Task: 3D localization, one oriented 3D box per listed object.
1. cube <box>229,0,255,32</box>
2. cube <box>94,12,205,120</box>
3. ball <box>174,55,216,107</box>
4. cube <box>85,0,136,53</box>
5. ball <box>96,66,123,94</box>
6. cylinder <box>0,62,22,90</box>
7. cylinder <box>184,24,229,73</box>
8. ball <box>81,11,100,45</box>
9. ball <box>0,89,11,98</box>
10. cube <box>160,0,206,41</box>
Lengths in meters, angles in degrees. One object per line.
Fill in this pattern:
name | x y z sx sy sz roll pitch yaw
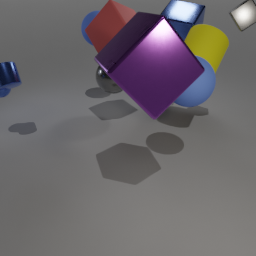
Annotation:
cube | 3.654 -3.531 8.740 0.700 0.700 0.700 -31 11 25
cube | 0.378 -1.303 5.704 1.400 1.400 1.400 -45 29 6
ball | 1.667 -1.276 7.662 1.400 1.400 1.400 0 29 0
cube | -0.309 -3.170 9.523 1.400 1.400 1.400 -10 66 -55
ball | -0.600 -2.082 11.247 1.400 1.400 1.400 0 29 0
cylinder | -3.826 -1.654 8.879 0.700 0.700 0.700 -18 3 1
cylinder | 2.447 -2.468 9.409 1.400 1.400 1.400 27 -8 4
ball | -1.213 -4.067 11.507 1.400 1.400 1.400 0 29 0
ball | -4.297 -1.366 9.388 0.700 0.700 0.700 0 29 0
cube | 2.051 -3.906 10.912 1.400 1.400 1.400 19 56 19
